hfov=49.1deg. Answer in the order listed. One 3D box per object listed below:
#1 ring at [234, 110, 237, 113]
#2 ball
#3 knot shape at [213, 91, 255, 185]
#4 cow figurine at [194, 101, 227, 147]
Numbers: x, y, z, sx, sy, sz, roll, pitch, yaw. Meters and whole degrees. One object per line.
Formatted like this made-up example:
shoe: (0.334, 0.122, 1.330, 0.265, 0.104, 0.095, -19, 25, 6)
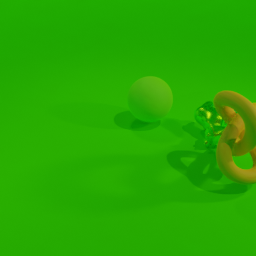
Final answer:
ring: (3.703, -0.531, 8.272, 1.493, 0.299, 1.493, 9, 4, -1)
ball: (0.631, -0.826, 8.097, 1.317, 1.317, 1.317, 0, 30, 0)
knot shape: (2.442, 0.090, 6.039, 0.908, 1.964, 1.838, -7, 10, 27)
cow figurine: (2.193, -0.114, 7.498, 1.277, 0.712, 1.298, -28, 47, -30)
